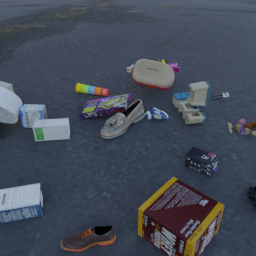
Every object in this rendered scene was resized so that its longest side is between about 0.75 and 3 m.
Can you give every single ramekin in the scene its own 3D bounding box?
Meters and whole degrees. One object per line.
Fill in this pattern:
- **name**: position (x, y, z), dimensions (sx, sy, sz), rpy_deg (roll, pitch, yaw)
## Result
- **ramekin**: position (-5.165, -0.956, 11.316), dimensions (1.720, 1.720, 0.838), rpy_deg (9, 63, 13)

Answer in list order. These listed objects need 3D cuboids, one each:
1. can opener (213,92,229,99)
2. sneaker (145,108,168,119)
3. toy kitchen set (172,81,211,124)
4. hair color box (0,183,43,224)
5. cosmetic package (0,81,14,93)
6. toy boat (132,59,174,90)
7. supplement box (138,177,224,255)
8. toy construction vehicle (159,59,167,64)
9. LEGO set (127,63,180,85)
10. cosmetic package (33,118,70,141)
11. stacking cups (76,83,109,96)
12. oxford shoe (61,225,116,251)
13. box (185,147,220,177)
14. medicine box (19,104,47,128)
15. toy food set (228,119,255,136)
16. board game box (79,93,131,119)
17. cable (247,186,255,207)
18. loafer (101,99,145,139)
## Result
- **can opener**: position (4.601, -1.593, 13.885), dimensions (0.912, 0.240, 0.303), rpy_deg (-11, 0, -19)
- **sneaker**: position (1.190, -0.489, 12.070), dimensions (0.921, 0.371, 0.674), rpy_deg (33, 55, 32)
- **toy kitchen set**: position (2.963, -1.453, 12.115), dimensions (1.364, 1.855, 2.315), rpy_deg (-6, 34, -8)
- **hair color box**: position (-3.293, 2.139, 7.830), dimensions (1.709, 0.517, 0.855), rpy_deg (-7, 34, -11)
- **cosmetic package**: position (-6.583, -1.025, 12.175), dimensions (1.541, 1.088, 2.977), rpy_deg (15, 35, 22)
- **toy boat**: position (1.184, -2.385, 13.462), dimensions (2.028, 1.326, 1.323), rpy_deg (14, 65, 4)
- **supplement box**: position (1.311, 2.334, 7.073), dimensions (1.540, 1.023, 1.519), rpy_deg (26, 41, 34)
- **toy construction vehicle**: position (1.693, -3.587, 16.693), dimensions (1.486, 0.601, 1.707), rpy_deg (5, 35, -12)
- **LEGO set**: position (1.477, -2.927, 15.200), dimensions (2.813, 1.073, 1.154), rpy_deg (5, 30, 19)
- **cosmetic package**: position (-2.944, 0.056, 10.873), dimensions (1.301, 0.700, 0.552), rpy_deg (-4, 33, -4)
- **stacking cups**: position (-1.770, -1.921, 14.141), dimensions (1.656, 0.501, 0.501), rpy_deg (10, 34, 9)
- **oxford shoe**: position (-0.999, 2.685, 7.011), dimensions (1.382, 0.501, 0.492), rpy_deg (-9, 34, -13)
- **box**: position (2.482, 1.120, 9.393), dimensions (0.984, 0.522, 0.601), rpy_deg (20, 38, 29)
- **medicine box**: position (-3.876, -0.485, 11.540), dimensions (0.948, 0.863, 0.488), rpy_deg (1, 33, 2)
- **toy food set**: position (4.979, -0.034, 11.402), dimensions (1.657, 0.261, 1.054), rpy_deg (5, 33, 7)
- **board game box**: position (-0.982, -0.959, 12.278), dimensions (2.115, 0.342, 1.269), rpy_deg (-8, 34, 18)
- **cable**: position (4.199, 2.112, 7.983), dimensions (1.310, 0.408, 1.605), rpy_deg (-16, 36, -23)
- **loafer**: position (-0.223, -0.434, 11.514), dimensions (0.901, 0.788, 2.507), rpy_deg (20, 37, 33)
